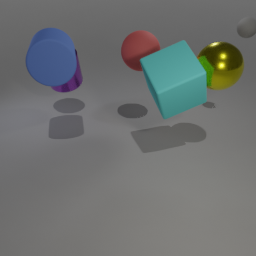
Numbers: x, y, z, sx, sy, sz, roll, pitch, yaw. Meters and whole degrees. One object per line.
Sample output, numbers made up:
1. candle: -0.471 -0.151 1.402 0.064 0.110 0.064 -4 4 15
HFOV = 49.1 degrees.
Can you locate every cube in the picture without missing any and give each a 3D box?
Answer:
1. cube: 1.335 -1.368 8.147 1.400 1.400 1.400 -23 58 3

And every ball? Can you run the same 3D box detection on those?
1. ball: 2.663 -1.810 8.233 1.400 1.400 1.400 0 30 0
2. ball: 4.178 -3.512 9.806 0.700 0.700 0.700 0 30 0
3. ball: 0.451 -2.736 9.974 1.400 1.400 1.400 0 30 0

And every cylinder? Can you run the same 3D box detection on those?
1. cylinder: -2.642 -2.408 11.379 1.400 1.400 1.400 -2 49 2
2. cylinder: -2.292 -2.163 8.473 1.400 1.400 1.400 -6 33 -10
